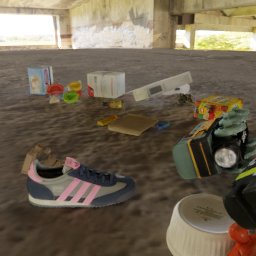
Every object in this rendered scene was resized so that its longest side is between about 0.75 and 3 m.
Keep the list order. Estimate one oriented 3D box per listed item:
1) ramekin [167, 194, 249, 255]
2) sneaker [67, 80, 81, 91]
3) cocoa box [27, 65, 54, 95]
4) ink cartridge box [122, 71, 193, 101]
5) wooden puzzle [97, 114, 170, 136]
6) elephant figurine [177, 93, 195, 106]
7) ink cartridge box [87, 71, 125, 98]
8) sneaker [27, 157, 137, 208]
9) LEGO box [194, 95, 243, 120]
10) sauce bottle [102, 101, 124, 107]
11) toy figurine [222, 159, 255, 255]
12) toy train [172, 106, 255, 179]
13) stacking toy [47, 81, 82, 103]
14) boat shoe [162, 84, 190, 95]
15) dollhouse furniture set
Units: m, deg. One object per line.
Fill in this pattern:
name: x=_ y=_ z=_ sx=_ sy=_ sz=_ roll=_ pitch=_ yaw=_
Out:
ramekin: x=1.261 y=1.564 z=4.389 sx=1.301 sy=0.606 sz=1.301 roll=-1 pitch=20 yaw=0
sneaker: x=-2.979 y=-2.337 z=15.457 sx=0.626 sy=0.491 sz=1.259 roll=1 pitch=19 yaw=13
cocoa box: x=-4.508 y=-2.497 z=14.523 sx=0.920 sy=1.379 sz=0.905 roll=6 pitch=21 yaw=16
ink cartridge box: x=1.382 y=-1.934 z=13.602 sx=2.666 sy=0.581 sz=2.314 roll=-23 pitch=7 yaw=-27
wooden puzzle: x=0.168 y=-0.111 z=9.638 sx=2.194 sy=0.257 sz=1.480 roll=14 pitch=29 yaw=35
elephant figurine: x=2.633 y=-1.250 z=12.514 sx=0.810 sy=0.628 sz=0.573 roll=15 pitch=-21 yaw=11
ink cartridge box: x=-1.068 y=-2.202 z=14.044 sx=1.578 sy=1.147 sz=1.142 roll=9 pitch=22 yaw=25
sneaker: x=-0.892 y=1.014 z=5.495 sx=2.169 sy=0.890 sz=0.761 roll=-2 pitch=20 yaw=-7
LEGO box: x=3.525 y=-0.778 z=10.853 sx=1.217 sy=0.631 sz=1.635 roll=17 pitch=26 yaw=39
sauce bottle: x=-0.639 y=-1.026 z=12.082 sx=0.925 sy=0.299 sz=0.299 roll=-3 pitch=20 yaw=0
toy figurine: x=2.190 y=1.240 z=2.836 sx=1.605 sy=2.271 sz=2.307 roll=-29 pitch=34 yaw=-35
toy train: x=2.176 y=0.318 z=6.828 sx=1.635 sy=1.222 sz=2.868 roll=-14 pitch=8 yaw=29
stacking toy: x=-2.991 y=-1.485 z=13.344 sx=1.633 sy=0.690 sz=1.479 roll=-5 pitch=46 yaw=-4
boat shoe: x=2.246 y=-2.137 z=14.590 sx=1.922 sy=0.689 sz=0.651 roll=-5 pitch=20 yaw=-20
dollhouse furniture set: x=-1.898 y=0.958 z=6.739 sx=1.099 sy=0.536 sz=0.937 roll=24 pitch=21 yaw=-3
